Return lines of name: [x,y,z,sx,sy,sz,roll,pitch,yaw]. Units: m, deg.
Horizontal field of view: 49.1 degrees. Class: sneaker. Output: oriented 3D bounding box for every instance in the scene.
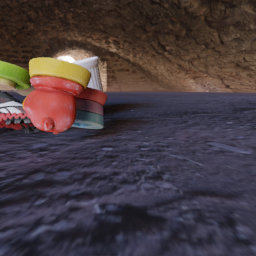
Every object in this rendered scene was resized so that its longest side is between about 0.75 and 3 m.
sneaker: [-2.915,-0.443,7.096,2.150,1.051,0.760,1,-26,8]

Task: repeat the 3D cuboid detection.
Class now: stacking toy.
stacking toy: [-1.934,-0.491,6.298,2.692,1.256,2.974,6,-7,11]

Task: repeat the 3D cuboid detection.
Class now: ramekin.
ramekin: [-2.407,-1.682,10.869,2.969,1.447,2.969,-14,17,4]
